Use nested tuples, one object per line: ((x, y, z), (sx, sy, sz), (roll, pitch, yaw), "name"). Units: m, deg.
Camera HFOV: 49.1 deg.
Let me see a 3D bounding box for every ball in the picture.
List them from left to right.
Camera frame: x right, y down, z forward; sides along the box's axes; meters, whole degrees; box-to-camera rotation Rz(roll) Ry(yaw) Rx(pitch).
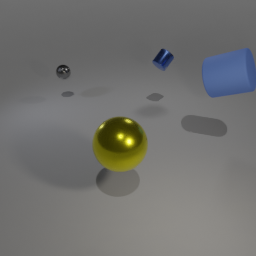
((-3.087, -2.670, 13.378), (0.700, 0.700, 0.700), (0, 30, 0), "ball")
((-0.198, 0.405, 7.056), (1.400, 1.400, 1.400), (0, 30, 0), "ball")

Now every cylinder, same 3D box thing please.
((1.538, -2.990, 12.289), (0.700, 0.700, 0.700), (-54, 45, -1), "cylinder")
((3.386, -1.803, 9.347), (1.400, 1.400, 1.400), (-6, 22, 36), "cylinder")
